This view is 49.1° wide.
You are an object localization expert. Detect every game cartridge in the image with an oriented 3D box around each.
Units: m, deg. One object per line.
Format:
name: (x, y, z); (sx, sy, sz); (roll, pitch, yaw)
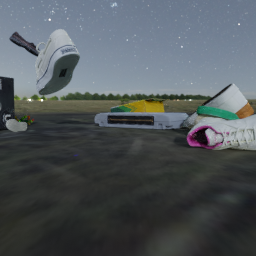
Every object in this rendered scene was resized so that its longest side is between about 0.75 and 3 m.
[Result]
game cartridge: (0.515, -0.278, 9.420); (2.782, 0.578, 1.852); (2, 9, 32)

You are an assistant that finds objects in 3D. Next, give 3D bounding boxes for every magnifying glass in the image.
magnifying glass: (2.358, -0.165, 6.406); (2.025, 0.227, 0.806); (13, 0, -36)

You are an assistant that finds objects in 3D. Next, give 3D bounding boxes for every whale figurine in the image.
whale figurine: (1.794, 0.028, 5.878); (0.760, 0.495, 0.955); (-18, 29, -7)

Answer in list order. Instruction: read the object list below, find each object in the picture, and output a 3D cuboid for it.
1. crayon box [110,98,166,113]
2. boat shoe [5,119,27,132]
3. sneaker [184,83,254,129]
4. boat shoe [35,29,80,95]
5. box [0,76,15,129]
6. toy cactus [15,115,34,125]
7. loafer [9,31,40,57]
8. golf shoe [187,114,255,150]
crayon box: (0.672, -1.004, 15.176); (2.824, 0.717, 1.792); (-10, -4, 41)
boat shoe: (-3.062, -0.070, 7.522); (0.273, 0.334, 0.904); (1, 1, 10)
sneaker: (2.370, -0.229, 7.613); (0.928, 1.080, 2.550); (-43, -2, -15)
boat shoe: (-1.959, -1.694, 7.139); (0.882, 1.018, 2.387); (-18, -9, -28)
box: (-4.532, -0.647, 7.087); (1.755, 1.522, 2.871); (1, 4, 19)
toy cactus: (-3.954, -0.235, 10.430); (0.778, 0.398, 0.642); (-6, -12, -35)
loafer: (-2.676, -2.248, 7.528); (0.961, 0.303, 0.346); (29, -15, -14)
golf shoe: (1.521, 0.126, 4.041); (1.449, 0.546, 0.663); (-4, 11, 45)
